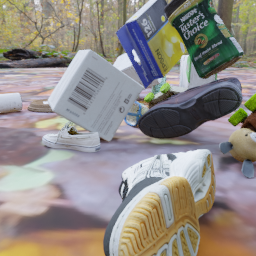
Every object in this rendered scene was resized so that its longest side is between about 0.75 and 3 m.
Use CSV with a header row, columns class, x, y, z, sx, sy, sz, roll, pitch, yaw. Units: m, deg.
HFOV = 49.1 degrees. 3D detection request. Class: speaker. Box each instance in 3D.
class,x,y,z,sx,sy,sz,roll,pitch,yaw
speaker,-4.692,-0.843,9.929,1.683,0.683,0.683,-12,19,-36

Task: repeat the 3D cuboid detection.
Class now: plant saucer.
class,x,y,z,sx,sy,sz,roll,pitch,yaw
plant saucer,-2.937,-0.921,11.030,1.964,0.289,1.964,0,16,0

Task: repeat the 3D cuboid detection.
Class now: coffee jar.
class,x,y,z,sx,sy,sz,roll,pitch,yaw
coffee jar,1.794,-2.375,6.842,0.918,2.151,1.122,-21,-9,-48

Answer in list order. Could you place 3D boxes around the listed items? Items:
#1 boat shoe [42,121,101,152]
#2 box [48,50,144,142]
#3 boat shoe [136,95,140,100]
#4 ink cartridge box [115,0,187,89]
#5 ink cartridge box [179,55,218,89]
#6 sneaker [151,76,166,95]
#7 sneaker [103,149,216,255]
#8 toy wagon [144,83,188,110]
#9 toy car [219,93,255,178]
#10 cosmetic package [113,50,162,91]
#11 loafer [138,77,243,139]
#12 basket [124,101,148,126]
class,x,y,z,sx,sy,sz,roll,pitch,yaw
boat shoe,-1.300,0.139,6.271,1.461,0.623,0.540,7,16,25
box,-0.851,-0.819,6.932,1.625,1.617,1.392,32,1,-26
boat shoe,-0.172,-1.312,12.330,1.444,0.520,0.448,-5,40,-5
ink cartridge box,0.756,-2.424,7.925,0.448,1.882,1.904,8,50,45
ink cartridge box,2.950,-2.121,12.132,1.162,2.013,2.756,3,15,3
sneaker,1.556,-2.026,13.139,0.835,1.339,2.270,-1,16,-11
sneaker,0.278,0.893,3.240,1.091,0.942,2.489,-5,4,27
toy wagon,1.052,-0.474,7.436,1.740,1.350,0.344,-26,31,47
toy car,2.277,0.226,5.135,1.403,1.107,1.152,-35,75,-32
cosmetic package,0.442,-2.719,12.972,2.209,1.358,2.202,-17,31,30
loafer,1.426,-0.455,6.600,2.597,0.934,0.818,-21,22,37
basket,0.093,-0.445,8.275,1.054,0.733,0.930,3,12,-32
